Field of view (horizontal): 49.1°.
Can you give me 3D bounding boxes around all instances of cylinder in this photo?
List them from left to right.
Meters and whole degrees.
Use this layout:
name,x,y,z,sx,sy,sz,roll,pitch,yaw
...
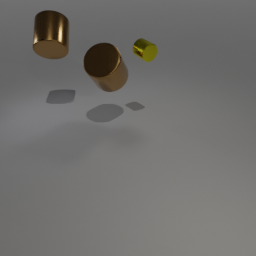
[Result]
name,x,y,z,sx,sy,sz,roll,pitch,yaw
cylinder,-3.106,-3.750,11.381,1.400,1.400,1.400,-1,73,-2
cylinder,-0.802,-2.245,10.551,1.400,1.400,1.400,8,-12,14
cylinder,0.644,-2.953,10.622,0.700,0.700,0.700,-19,43,-30
